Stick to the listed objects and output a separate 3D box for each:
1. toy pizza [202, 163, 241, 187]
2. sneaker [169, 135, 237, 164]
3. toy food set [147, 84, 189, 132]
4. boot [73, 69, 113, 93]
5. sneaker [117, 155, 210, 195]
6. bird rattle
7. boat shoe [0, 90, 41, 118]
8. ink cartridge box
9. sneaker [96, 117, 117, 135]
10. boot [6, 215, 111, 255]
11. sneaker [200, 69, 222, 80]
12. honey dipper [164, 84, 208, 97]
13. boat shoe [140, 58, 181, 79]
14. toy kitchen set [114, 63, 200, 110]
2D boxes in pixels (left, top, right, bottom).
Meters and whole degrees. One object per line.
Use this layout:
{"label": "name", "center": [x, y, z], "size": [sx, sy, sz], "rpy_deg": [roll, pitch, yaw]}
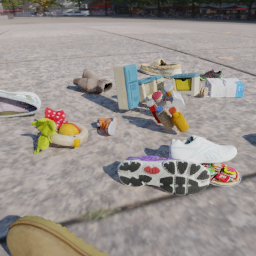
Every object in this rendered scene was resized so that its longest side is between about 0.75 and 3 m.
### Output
{"label": "toy pizza", "center": [2.395, 1.161, 7.319], "size": [1.078, 0.171, 1.078], "rpy_deg": [0, 26, 0]}
{"label": "sneaker", "center": [2.070, 0.581, 7.630], "size": [2.019, 0.809, 0.710], "rpy_deg": [-5, -1, -15]}
{"label": "toy food set", "center": [1.293, -0.848, 9.674], "size": [1.083, 1.021, 2.268], "rpy_deg": [-22, 43, 19]}
{"label": "boot", "center": [-1.570, -2.293, 13.935], "size": [1.702, 0.818, 2.328], "rpy_deg": [14, 29, 13]}
{"label": "sneaker", "center": [0.884, 0.978, 6.945], "size": [2.244, 0.905, 0.936], "rpy_deg": [7, 21, 15]}
{"label": "bird rattle", "center": [-2.117, 0.151, 8.915], "size": [1.706, 1.179, 2.092], "rpy_deg": [14, 14, 3]}
{"label": "boat shoe", "center": [-4.819, -0.859, 10.517], "size": [2.960, 1.091, 0.949], "rpy_deg": [1, 20, -15]}
{"label": "ink cartridge box", "center": [4.296, -1.893, 13.114], "size": [1.895, 0.632, 1.098], "rpy_deg": [0, 26, -1]}
{"label": "sneaker", "center": [-0.787, -0.047, 9.607], "size": [0.671, 0.465, 1.198], "rpy_deg": [-1, 15, 6]}
{"label": "boot", "center": [-1.505, 2.583, 3.517], "size": [2.533, 0.956, 2.892], "rpy_deg": [12, 29, 24]}
{"label": "sneaker", "center": [4.446, -2.926, 15.287], "size": [1.428, 0.598, 0.548], "rpy_deg": [-4, 26, -8]}
{"label": "honey dipper", "center": [2.606, -1.833, 13.239], "size": [2.355, 0.447, 0.447], "rpy_deg": [13, 28, 37]}
{"label": "boat shoe", "center": [1.886, -3.515, 16.092], "size": [2.761, 0.955, 1.018], "rpy_deg": [19, 32, 34]}
{"label": "toy kitchen set", "center": [1.257, -1.869, 11.145], "size": [2.294, 1.687, 2.864], "rpy_deg": [4, 20, 35]}
